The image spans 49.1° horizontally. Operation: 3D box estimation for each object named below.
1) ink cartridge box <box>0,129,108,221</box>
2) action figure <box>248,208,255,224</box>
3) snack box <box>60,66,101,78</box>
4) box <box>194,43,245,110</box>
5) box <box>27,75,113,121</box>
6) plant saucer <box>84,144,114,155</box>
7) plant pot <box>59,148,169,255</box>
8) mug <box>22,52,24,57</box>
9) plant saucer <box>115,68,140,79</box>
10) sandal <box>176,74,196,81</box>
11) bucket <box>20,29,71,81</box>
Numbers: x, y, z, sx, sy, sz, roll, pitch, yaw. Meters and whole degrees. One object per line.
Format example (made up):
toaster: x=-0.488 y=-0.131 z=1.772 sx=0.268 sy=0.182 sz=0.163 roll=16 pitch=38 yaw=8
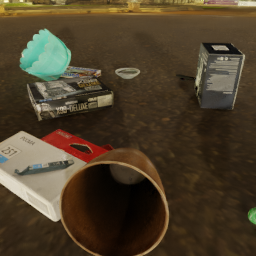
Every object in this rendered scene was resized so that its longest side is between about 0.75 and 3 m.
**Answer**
ink cartridge box: x=-1.919 y=0.778 z=7.384 sx=2.949 sy=0.659 sz=2.598 roll=20 pitch=39 yaw=33
action figure: x=3.882 y=1.648 z=5.820 sx=2.750 sy=0.752 sz=1.625 roll=-6 pitch=29 yaw=3
snack box: x=-2.949 y=-2.996 z=15.134 sx=2.845 sy=0.346 sz=1.023 roll=11 pitch=29 yaw=20
box: x=3.678 y=-2.221 z=11.641 sx=1.384 sy=2.195 sz=2.233 roll=2 pitch=28 yaw=5
box: x=-2.401 y=-1.346 z=11.503 sx=2.995 sy=0.745 sz=2.361 roll=-12 pitch=31 yaw=-21
plant saucer: x=-0.718 y=0.795 z=8.068 sx=0.968 sy=0.178 sz=0.966 roll=-15 pitch=31 yaw=-27
plant pot: x=-0.123 y=1.204 z=5.784 sx=1.923 sy=1.923 sz=2.058 roll=4 pitch=16 yaw=8
mug: x=-5.091 y=-3.603 z=15.126 sx=1.082 sy=0.948 sz=0.799 roll=-1 pitch=34 yaw=-4
plant saucer: x=-0.017 y=-2.895 z=14.967 sx=1.315 sy=0.330 sz=1.315 roll=-1 pitch=27 yaw=0
sandal: x=2.977 y=-2.543 z=14.448 sx=1.064 sy=0.255 sz=0.400 roll=12 pitch=26 yaw=-5
bucket: x=-4.017 y=-3.480 z=13.799 sx=1.506 sy=2.315 sz=2.315 roll=31 pitch=2 yaw=-43
